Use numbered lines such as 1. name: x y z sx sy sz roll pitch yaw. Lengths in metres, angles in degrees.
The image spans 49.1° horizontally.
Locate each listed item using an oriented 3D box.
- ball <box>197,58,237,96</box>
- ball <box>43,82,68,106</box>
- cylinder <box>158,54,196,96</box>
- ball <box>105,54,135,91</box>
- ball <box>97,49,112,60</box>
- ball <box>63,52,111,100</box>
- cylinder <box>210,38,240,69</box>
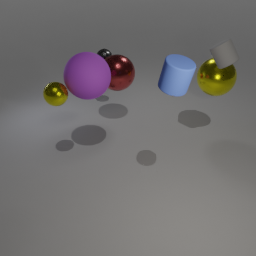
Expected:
1. ball: 3.226 -1.864 10.219 1.400 1.400 1.400 0 30 0
2. ball: -2.062 -0.968 7.996 0.700 0.700 0.700 0 30 0
3. cylinder: 1.095 -1.194 6.348 0.700 0.700 0.700 8 41 -7
4. ball: -0.420 -2.150 10.928 1.400 1.400 1.400 0 30 0
5. ball: -1.003 -3.000 11.882 0.700 0.700 0.700 0 30 0
6. ball: -1.211 -1.549 8.361 1.400 1.400 1.400 0 30 0
7. cylinder: 3.041 -2.338 8.823 0.700 0.700 0.700 -29 13 7
